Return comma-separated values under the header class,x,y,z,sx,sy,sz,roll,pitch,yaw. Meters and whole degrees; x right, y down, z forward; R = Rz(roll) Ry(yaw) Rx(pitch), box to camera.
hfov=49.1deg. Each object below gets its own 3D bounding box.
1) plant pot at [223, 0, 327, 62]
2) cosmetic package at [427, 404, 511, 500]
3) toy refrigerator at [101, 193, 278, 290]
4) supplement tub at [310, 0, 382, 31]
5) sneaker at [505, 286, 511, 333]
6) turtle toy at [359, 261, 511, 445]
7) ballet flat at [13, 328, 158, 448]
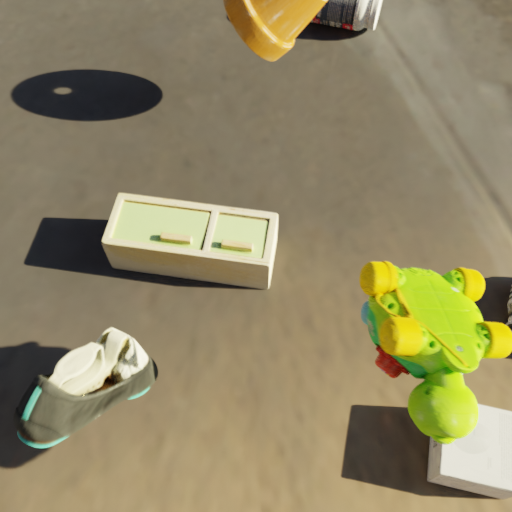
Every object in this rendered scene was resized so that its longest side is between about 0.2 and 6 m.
class,x,y,z,sx,sy,sz,roll,pitch,yaw
plant pot,0.390,-4.008,8.812,1.248,1.363,1.363,-26,53,35
cosmetic package,2.781,2.447,7.144,0.993,0.611,0.990,12,61,7
toy refrigerator,-0.963,-0.243,8.551,2.495,0.873,0.947,8,60,4
supplement tub,1.784,-5.137,11.304,1.421,0.997,0.997,15,61,9
sneaker,4.731,0.731,8.025,2.129,0.803,1.225,12,63,9
turtle toy,1.616,0.836,5.291,1.299,0.901,1.783,5,46,-15
ballet flat,-1.440,1.120,5.334,0.677,1.990,0.681,19,103,13
